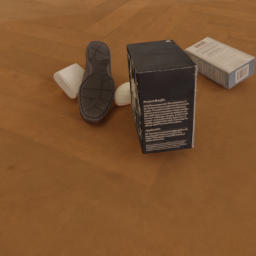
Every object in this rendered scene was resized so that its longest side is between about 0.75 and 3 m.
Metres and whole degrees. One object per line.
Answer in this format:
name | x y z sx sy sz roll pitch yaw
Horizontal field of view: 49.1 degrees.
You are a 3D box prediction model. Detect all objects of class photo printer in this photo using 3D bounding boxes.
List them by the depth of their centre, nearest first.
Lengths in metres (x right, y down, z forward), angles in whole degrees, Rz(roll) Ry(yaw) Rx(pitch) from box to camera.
photo printer | -1.717 -1.568 9.116 0.966 0.403 1.161 50 38 -5

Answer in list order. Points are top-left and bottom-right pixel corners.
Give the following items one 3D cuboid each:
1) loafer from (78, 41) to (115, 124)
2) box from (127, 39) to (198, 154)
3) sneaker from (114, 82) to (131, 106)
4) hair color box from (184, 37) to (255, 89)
loafer | -0.992 -1.354 8.787 1.069 0.937 2.974 7 61 -11
box | 0.778 -0.865 7.100 1.346 2.135 2.172 -6 32 -4
sneaker | 0.347 -1.223 8.722 1.690 0.636 0.748 -29 14 -22
hair color box | 3.156 -2.358 9.885 1.132 0.693 2.286 -31 44 -11
